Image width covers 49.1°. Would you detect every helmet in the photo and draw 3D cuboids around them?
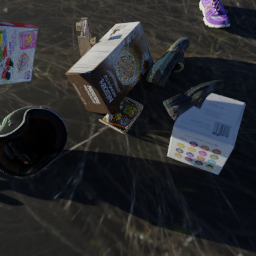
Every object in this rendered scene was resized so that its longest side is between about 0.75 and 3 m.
[{"bbox_3d":[-2.586,0.280,7.494,1.848,1.848,1.761,14,36,9],"label":"helmet"}]

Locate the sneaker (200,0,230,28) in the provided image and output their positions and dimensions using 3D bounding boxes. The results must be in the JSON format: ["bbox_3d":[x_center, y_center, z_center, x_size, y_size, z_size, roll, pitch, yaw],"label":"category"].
[{"bbox_3d":[3.554,-4.992,11.576,0.919,0.951,2.280,-10,57,-6],"label":"sneaker"}]

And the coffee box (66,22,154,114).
[{"bbox_3d":[-0.459,-1.941,8.966,1.099,1.577,2.757,12,53,38],"label":"coffee box"}]

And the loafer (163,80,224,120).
[{"bbox_3d":[1.340,-0.580,5.565,1.232,0.448,0.445,-24,95,10],"label":"loafer"}]

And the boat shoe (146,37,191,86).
[{"bbox_3d":[1.581,-2.282,9.847,0.811,0.882,2.468,38,60,9],"label":"boat shoe"}]

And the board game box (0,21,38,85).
[{"bbox_3d":[-3.224,-1.816,6.879,0.404,1.533,2.003,30,28,24],"label":"board game box"}]

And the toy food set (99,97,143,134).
[{"bbox_3d":[-0.201,-0.467,8.842,0.900,0.379,1.255,27,60,18],"label":"toy food set"}]

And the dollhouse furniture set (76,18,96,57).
[{"bbox_3d":[-1.118,-3.217,9.766,0.952,1.951,1.664,0,55,0],"label":"dollhouse furniture set"}]

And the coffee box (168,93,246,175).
[{"bbox_3d":[2.125,0.093,7.767,1.529,1.515,1.532,20,57,14],"label":"coffee box"}]
